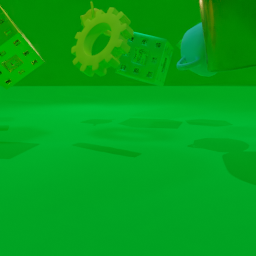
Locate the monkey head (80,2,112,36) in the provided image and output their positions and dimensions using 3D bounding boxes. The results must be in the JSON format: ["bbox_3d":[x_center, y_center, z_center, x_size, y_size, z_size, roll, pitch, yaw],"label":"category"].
[{"bbox_3d":[-1.191,-3.754,10.301,0.956,1.141,1.586,-19,-34,17],"label":"monkey head"}]

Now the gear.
[{"bbox_3d":[-0.595,-1.880,6.152,1.510,1.510,0.279,7,-12,37],"label":"gear"}]

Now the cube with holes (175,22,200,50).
[{"bbox_3d":[2.393,-2.985,9.874,0.958,0.958,0.958,43,12,-7],"label":"cube with holes"}]

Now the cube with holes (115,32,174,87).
[{"bbox_3d":[0.607,-2.316,9.590,1.394,1.394,1.394,18,8,16],"label":"cube with holes"}]

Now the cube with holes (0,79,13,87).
[{"bbox_3d":[-3.830,-1.749,8.384,0.707,0.707,0.707,0,51,-22],"label":"cube with holes"}]

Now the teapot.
[{"bbox_3d":[1.772,-1.904,6.655,0.989,1.256,2.020,12,45,39],"label":"teapot"}]

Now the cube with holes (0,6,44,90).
[{"bbox_3d":[-2.764,-1.758,6.148,1.076,1.076,1.076,-38,-22,-4],"label":"cube with holes"}]

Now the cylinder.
[{"bbox_3d":[2.047,-1.787,5.008,1.364,1.364,1.364,-10,11,2],"label":"cylinder"}]
